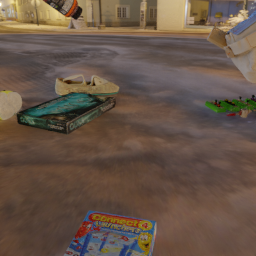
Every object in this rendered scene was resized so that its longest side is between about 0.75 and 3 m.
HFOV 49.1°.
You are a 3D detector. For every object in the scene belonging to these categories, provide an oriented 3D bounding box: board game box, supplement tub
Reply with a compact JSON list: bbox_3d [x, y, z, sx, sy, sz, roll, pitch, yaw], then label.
[{"bbox_3d":[-1.624,-0.520,7.928,1.638,0.341,2.422,10,25,24],"label":"board game box"},{"bbox_3d":[-0.187,1.425,3.295,0.929,0.260,0.910,5,23,12],"label":"board game box"},{"bbox_3d":[-1.906,-3.688,8.249,1.139,0.609,0.609,26,2,-40],"label":"supplement tub"}]

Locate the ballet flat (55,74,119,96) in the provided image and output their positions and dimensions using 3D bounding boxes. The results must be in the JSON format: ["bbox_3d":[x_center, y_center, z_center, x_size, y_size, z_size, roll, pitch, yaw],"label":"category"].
[{"bbox_3d":[-1.398,-1.526,9.874,2.299,0.717,0.775,-6,27,-15],"label":"ballet flat"}]

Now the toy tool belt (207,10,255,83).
[{"bbox_3d":[2.914,-2.134,5.525,1.473,2.397,1.497,53,6,19],"label":"toy tool belt"}]

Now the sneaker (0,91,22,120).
[{"bbox_3d":[-3.873,-0.543,7.427,1.066,0.769,2.029,11,26,26],"label":"sneaker"}]

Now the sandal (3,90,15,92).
[{"bbox_3d":[-4.314,-1.191,9.701,0.851,0.232,0.348,-15,27,-33],"label":"sandal"}]

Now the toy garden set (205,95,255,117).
[{"bbox_3d":[3.407,-0.681,8.319,1.687,0.337,1.406,-5,23,-12],"label":"toy garden set"}]
